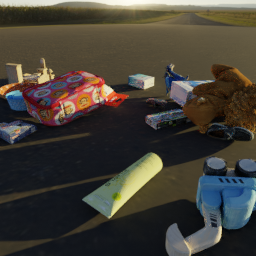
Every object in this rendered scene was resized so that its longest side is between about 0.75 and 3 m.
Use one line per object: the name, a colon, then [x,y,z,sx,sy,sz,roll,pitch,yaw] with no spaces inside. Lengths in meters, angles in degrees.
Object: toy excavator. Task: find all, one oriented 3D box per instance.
toy excavator: [1.834,1.669,5.722,2.111,1.085,2.171,2,34,6]

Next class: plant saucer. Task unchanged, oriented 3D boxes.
plant saucer: [-5.159,-1.763,13.543,2.108,0.340,2.108,0,26,0]

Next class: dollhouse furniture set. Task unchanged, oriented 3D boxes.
dollhouse furniture set: [-5.171,-3.129,15.423,1.380,1.179,2.663,9,27,19]

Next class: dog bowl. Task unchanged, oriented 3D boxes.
dog bowl: [-4.137,-1.326,12.351,2.302,0.571,1.283,-19,32,-35]

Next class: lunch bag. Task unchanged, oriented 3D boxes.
lunch bag: [-2.603,-1.330,11.336,2.964,1.214,2.611,-30,38,-31]

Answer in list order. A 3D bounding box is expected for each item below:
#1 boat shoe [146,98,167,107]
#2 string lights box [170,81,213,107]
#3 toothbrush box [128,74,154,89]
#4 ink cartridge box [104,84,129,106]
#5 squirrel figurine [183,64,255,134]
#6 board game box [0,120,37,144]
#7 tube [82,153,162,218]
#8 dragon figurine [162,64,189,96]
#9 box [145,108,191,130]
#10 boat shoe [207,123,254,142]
boat shoe: [1.195,-1.054,12.053,0.996,0.358,0.323,7,66,32]
string lights box: [3.394,-1.486,12.188,2.766,0.815,1.421,-4,26,-19]
toothbrush box: [0.694,-2.485,14.875,1.139,0.486,0.834,24,35,38]
ink cartridge box: [-1.173,-1.588,13.031,2.009,0.573,1.633,5,26,19]
squirrel figurine: [3.416,-0.864,9.900,2.617,1.985,2.804,-27,35,-36]
board game box: [-4.029,0.040,9.718,1.187,0.366,1.188,13,28,23]
tube: [0.000,1.339,6.858,2.215,0.575,0.643,-31,1,-39]
dragon figurine: [2.148,-1.981,13.271,1.293,0.765,2.601,7,55,12]
box: [1.523,-0.358,10.658,1.584,0.275,0.872,-13,28,-24]
boat shoe: [3.342,0.226,9.222,1.445,0.519,0.489,13,34,34]
